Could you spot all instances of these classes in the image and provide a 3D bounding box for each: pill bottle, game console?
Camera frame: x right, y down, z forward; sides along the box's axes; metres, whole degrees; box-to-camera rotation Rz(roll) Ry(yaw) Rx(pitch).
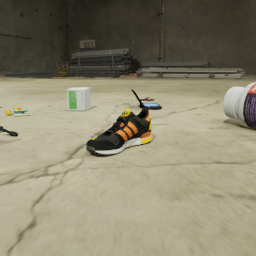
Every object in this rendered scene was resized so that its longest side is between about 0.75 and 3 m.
[{"bbox_3d":[4.601,-0.674,9.056,1.555,1.555,2.792,-9,15,-35],"label":"pill bottle"},{"bbox_3d":[0.917,-1.483,14.155,1.409,0.932,1.602,-1,13,-4],"label":"game console"}]

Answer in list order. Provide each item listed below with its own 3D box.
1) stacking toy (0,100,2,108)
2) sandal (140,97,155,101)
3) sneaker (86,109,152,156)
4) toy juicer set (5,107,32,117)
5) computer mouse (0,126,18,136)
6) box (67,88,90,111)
[{"bbox_3d":[-6.870,-1.181,14.069,0.832,0.608,0.608,-17,10,10],"label":"stacking toy"},{"bbox_3d":[1.159,-1.785,17.179,0.946,0.213,0.355,2,13,7],"label":"sandal"},{"bbox_3d":[-0.202,0.017,7.186,0.774,0.995,2.212,11,17,42],"label":"sneaker"},{"bbox_3d":[-4.812,-0.726,12.087,1.267,0.345,0.806,11,16,39],"label":"toy juicer set"},{"bbox_3d":[-3.995,0.086,8.781,1.555,0.265,0.456,14,-6,35],"label":"computer mouse"},{"bbox_3d":[-2.361,-1.402,13.516,0.901,1.047,1.052,1,12,4],"label":"box"}]
